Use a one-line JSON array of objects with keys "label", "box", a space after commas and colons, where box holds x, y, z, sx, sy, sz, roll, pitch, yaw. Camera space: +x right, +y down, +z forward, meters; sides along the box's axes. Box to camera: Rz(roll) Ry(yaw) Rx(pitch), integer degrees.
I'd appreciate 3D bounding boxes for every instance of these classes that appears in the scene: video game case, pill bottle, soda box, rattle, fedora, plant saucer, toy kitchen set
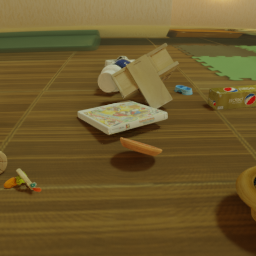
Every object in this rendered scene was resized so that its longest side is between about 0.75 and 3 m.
[{"label": "video game case", "box": [-0.311, -0.541, 11.566, 2.666, 0.335, 2.929, -15, 22, -28]}, {"label": "pill bottle", "box": [-0.625, -2.867, 15.495, 1.472, 1.472, 2.651, 9, 28, 18]}, {"label": "soda box", "box": [5.214, -1.473, 13.331, 2.612, 0.836, 0.885, -5, 27, -12]}, {"label": "rattle", "box": [-2.860, 1.568, 7.546, 0.657, 0.599, 0.920, -27, 54, -35]}, {"label": "fedora", "box": [3.683, 1.792, 6.357, 2.495, 1.018, 2.495, 2, 26, -1]}, {"label": "plant saucer", "box": [0.383, 0.605, 8.781, 1.370, 0.256, 1.370, 16, 1, 0]}, {"label": "toy kitchen set", "box": [1.074, -2.065, 13.995, 2.973, 2.425, 2.682, -31, -3, -3]}]

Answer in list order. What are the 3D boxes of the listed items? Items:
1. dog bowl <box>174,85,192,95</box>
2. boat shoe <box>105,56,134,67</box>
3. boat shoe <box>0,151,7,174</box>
[{"label": "dog bowl", "box": [3.020, -2.079, 15.248, 0.617, 0.274, 1.107, -17, 31, -32]}, {"label": "boat shoe", "box": [-0.360, -4.524, 19.490, 1.104, 0.980, 3.000, 21, 33, 37]}, {"label": "boat shoe", "box": [-4.969, 1.181, 7.695, 2.980, 1.072, 0.966, -17, 24, -37]}]
